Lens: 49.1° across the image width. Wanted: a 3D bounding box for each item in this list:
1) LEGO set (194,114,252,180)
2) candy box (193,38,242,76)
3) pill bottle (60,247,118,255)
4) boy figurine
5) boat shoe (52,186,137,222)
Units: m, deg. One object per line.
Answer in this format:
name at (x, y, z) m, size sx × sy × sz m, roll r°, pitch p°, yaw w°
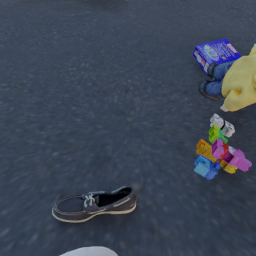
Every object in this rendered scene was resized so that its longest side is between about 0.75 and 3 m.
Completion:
LEGO set at (1.966, 0.546, 5.754) m, size 0.913 × 0.849 × 2.225 m, roll 32°, pitch 24°, yaw 4°
candy box at (3.079, -2.458, 9.646) m, size 1.281 × 0.493 × 1.083 m, roll -16°, pitch 60°, yaw -14°
pill bottle at (-0.294, 2.714, 2.971) m, size 1.376 × 1.376 × 2.450 m, roll -15°, pitch 44°, yaw -17°
boy figurine at (2.809, -1.173, 6.504) m, size 0.902 × 1.740 × 2.799 m, roll 26°, pitch -2°, yaw -20°
boat shoe at (-0.622, 1.351, 5.261) m, size 1.597 × 0.501 × 0.580 m, roll -4°, pitch 42°, yaw -9°
